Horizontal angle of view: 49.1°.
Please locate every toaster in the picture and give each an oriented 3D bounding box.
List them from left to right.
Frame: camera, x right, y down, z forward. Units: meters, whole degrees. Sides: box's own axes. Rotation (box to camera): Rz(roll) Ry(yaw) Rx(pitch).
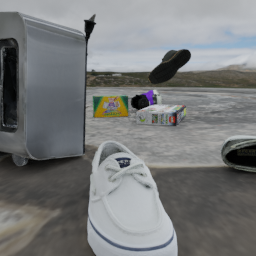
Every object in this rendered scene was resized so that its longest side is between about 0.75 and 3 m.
[{"bbox_3d":[-2.144,-0.816,5.387,2.575,2.848,1.690,6,7,27],"label":"toaster"}]

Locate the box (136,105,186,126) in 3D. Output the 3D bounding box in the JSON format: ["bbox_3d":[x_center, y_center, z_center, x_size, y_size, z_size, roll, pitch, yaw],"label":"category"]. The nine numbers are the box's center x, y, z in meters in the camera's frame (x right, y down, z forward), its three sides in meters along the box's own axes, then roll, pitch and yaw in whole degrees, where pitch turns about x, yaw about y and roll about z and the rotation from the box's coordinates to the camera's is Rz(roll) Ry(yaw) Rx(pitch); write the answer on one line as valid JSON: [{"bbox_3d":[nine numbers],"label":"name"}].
[{"bbox_3d":[1.311,-0.523,10.393,1.405,0.443,2.553,3,11,18],"label":"box"}]

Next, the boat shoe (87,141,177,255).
[{"bbox_3d":[-0.101,0.642,3.070,0.817,0.726,2.221,-3,11,-16],"label":"boat shoe"}]

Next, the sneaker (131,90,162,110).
[{"bbox_3d":[0.786,-1.330,13.505,1.349,0.943,2.713,-1,10,-3],"label":"sneaker"}]

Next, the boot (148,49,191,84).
[{"bbox_3d":[1.007,-1.711,7.746,1.308,0.506,0.904,-33,25,-7],"label":"boot"}]

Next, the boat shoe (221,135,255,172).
[{"bbox_3d":[2.551,0.445,4.449,2.046,0.723,0.651,-5,8,19],"label":"boat shoe"}]

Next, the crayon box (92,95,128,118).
[{"bbox_3d":[-0.706,-0.880,11.295,1.413,0.839,0.412,-3,11,-14],"label":"crayon box"}]
